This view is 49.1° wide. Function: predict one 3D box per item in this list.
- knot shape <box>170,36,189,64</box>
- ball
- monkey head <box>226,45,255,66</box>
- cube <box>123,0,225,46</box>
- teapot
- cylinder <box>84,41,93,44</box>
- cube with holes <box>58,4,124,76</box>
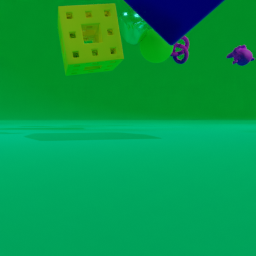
[{"bbox_3d":[2.192,-3.312,12.115,1.202,1.125,0.555,-27,-8,9],"label":"knot shape"},{"bbox_3d":[1.160,-3.350,11.415,1.357,1.357,1.357,0,2,0],"label":"ball"},{"bbox_3d":[3.735,-2.366,9.419,1.076,0.649,0.774,-16,-7,-31],"label":"monkey head"},{"bbox_3d":[0.730,-2.360,4.109,1.348,1.348,1.348,38,-48,-19],"label":"cube"},{"bbox_3d":[0.238,-3.955,10.890,1.009,1.282,2.061,-28,19,-12],"label":"teapot"},{"bbox_3d":[-1.665,-2.953,9.736,0.939,0.939,0.939,-33,-20,35],"label":"cylinder"},{"bbox_3d":[-1.024,-2.235,7.287,1.359,1.359,1.359,-10,2,-14],"label":"cube with holes"}]
